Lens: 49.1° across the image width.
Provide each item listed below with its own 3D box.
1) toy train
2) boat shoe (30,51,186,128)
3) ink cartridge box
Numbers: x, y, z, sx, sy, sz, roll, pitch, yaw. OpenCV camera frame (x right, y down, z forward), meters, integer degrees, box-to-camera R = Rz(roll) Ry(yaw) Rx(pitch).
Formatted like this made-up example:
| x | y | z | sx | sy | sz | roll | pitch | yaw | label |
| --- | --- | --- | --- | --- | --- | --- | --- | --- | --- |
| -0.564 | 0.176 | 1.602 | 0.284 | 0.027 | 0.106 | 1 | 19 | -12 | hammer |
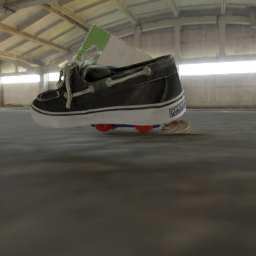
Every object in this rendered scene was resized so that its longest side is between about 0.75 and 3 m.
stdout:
| x | y | z | sx | sy | sz | roll | pitch | yaw | label |
| --- | --- | --- | --- | --- | --- | --- | --- | --- | --- |
| 0.442 | -0.642 | 6.256 | 2.506 | 1.450 | 1.061 | 1 | 4 | 11 | toy train |
| -0.549 | -0.591 | 4.228 | 2.801 | 0.957 | 1.034 | 4 | 31 | 38 | boat shoe |
| -0.267 | -1.385 | 7.444 | 2.377 | 1.729 | 0.570 | 33 | 11 | 7 | ink cartridge box |
